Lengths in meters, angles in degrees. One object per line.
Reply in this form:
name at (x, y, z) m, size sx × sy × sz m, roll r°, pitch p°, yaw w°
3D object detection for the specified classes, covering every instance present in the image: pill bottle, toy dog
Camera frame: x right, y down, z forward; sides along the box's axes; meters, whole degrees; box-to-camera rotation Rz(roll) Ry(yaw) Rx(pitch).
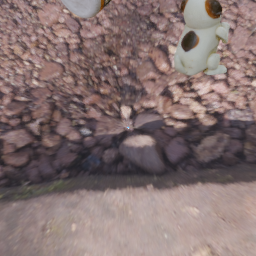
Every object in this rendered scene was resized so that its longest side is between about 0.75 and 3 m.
pill bottle at (-0.520, -3.249, 5.749) m, size 1.120 × 1.120 × 1.925 m, roll 32°, pitch 66°, yaw 14°
toy dog at (1.309, -1.774, 5.293) m, size 1.346 × 1.388 × 0.969 m, roll -16°, pitch 34°, yaw -31°

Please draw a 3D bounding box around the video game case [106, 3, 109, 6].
video game case at (-0.412, -3.644, 7.093) m, size 0.093 × 0.741 × 0.813 m, roll 13°, pitch 82°, yaw -11°
